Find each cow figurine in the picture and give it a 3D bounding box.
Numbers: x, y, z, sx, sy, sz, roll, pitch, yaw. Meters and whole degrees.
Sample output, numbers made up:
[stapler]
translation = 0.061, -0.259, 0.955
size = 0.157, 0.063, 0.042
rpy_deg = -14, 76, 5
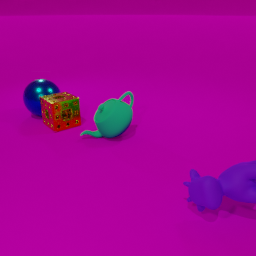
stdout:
[cow figurine]
translation = 1.883, 1.031, 5.190
size = 1.458, 0.813, 1.482
rpy_deg = -14, -3, 36

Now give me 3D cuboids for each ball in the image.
[ball]
translation = -2.946, -1.041, 9.684
size = 1.301, 1.301, 1.301
rpy_deg = 0, 24, 0

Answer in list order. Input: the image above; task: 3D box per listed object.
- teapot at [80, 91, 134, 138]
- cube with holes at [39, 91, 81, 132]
[teapot]
translation = -0.537, -0.303, 8.184
size = 1.923, 0.942, 1.196
rpy_deg = -45, 32, 5
[cube with holes]
translation = -2.165, -0.550, 9.002
size = 0.929, 0.929, 0.929
rpy_deg = -17, 28, -34
